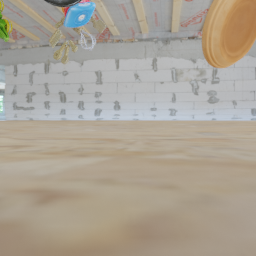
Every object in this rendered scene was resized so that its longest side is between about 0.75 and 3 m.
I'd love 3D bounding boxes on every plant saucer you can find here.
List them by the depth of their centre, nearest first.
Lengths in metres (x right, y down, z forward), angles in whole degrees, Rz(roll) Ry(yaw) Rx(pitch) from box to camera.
[{"bbox_3d":[2.901,-2.694,7.534,2.281,2.281,0.427,-2,26,-40],"label":"plant saucer"}]

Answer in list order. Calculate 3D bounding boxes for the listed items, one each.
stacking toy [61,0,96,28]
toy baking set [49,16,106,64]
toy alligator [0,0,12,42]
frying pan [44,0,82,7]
[{"bbox_3d":[-1.476,-3.271,6.964,0.787,1.356,0.744,-26,-10,-34],"label":"stacking toy"},{"bbox_3d":[-1.728,-3.213,9.463,2.550,1.957,0.297,-22,-23,30],"label":"toy baking set"},{"bbox_3d":[-2.588,-2.255,5.037,0.402,1.671,0.554,-24,-3,30],"label":"toy alligator"},{"bbox_3d":[-1.876,-3.572,5.497,2.781,1.682,0.453,33,33,0],"label":"frying pan"}]
